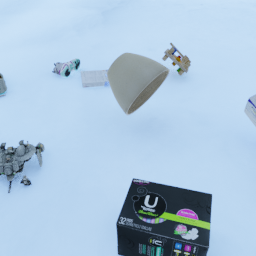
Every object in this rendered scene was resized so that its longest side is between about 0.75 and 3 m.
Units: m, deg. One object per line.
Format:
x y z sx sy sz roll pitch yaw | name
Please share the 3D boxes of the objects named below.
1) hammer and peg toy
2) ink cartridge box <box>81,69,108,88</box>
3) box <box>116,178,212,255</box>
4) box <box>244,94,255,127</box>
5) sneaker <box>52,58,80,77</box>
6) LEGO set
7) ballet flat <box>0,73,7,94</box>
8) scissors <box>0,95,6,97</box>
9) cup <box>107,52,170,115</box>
2.018 -2.866 11.654 1.273 0.610 1.731 41 24 -5 | hammer and peg toy
-1.301 -1.999 11.289 1.152 0.249 1.131 -5 36 -10 | ink cartridge box
0.704 1.836 5.333 1.597 0.993 1.186 8 37 13 | box
4.255 -0.429 7.468 1.608 0.844 1.479 -28 66 -1 | box
-2.716 -2.676 11.977 0.951 0.528 1.360 15 38 19 | sneaker
-3.155 0.935 6.771 1.757 0.767 2.706 13 38 16 | LEGO set
-5.253 -2.044 10.949 0.749 0.708 2.224 -21 41 -27 | ballet flat
-5.375 -1.055 10.072 1.795 0.125 0.657 -25 41 -28 | scissors
0.152 -1.466 8.286 1.296 1.812 1.812 45 49 8 | cup
